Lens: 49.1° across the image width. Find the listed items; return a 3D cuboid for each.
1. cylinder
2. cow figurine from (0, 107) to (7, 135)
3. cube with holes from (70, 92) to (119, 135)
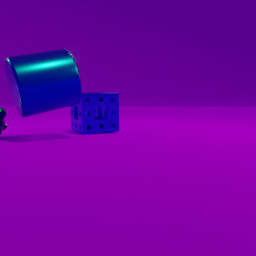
[{"bbox_3d":[-1.676,-0.898,5.544,1.158,1.158,1.158,-18,13,-27],"label":"cylinder"},{"bbox_3d":[-3.340,-0.184,5.810,1.545,0.848,1.520,16,-13,-27],"label":"cow figurine"},{"bbox_3d":[-0.855,-0.409,7.077,0.954,0.954,0.954,-5,9,-27],"label":"cube with holes"}]
